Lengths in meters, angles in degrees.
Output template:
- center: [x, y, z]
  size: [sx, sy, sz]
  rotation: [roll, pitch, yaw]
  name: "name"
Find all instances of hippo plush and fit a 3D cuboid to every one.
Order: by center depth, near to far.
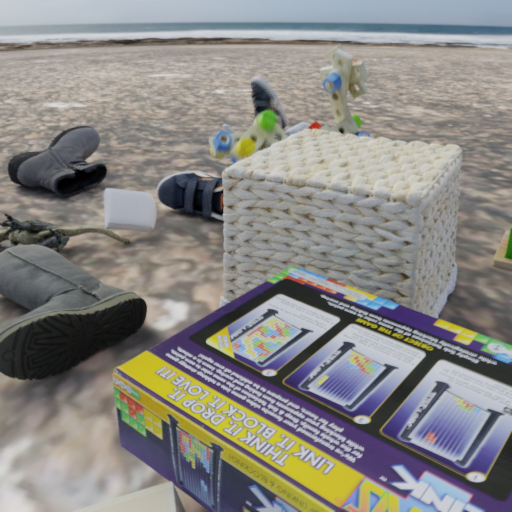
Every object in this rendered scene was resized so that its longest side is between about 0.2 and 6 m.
- center: [0.349, -2.095, 13.651]
  size: [2.456, 1.956, 1.975]
  rotation: [-6, 1, -12]
  name: "hippo plush"

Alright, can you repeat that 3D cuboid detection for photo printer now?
- center: [-2.546, -0.919, 11.381]
  size: [1.023, 0.355, 0.851]
  rotation: [4, 67, -25]
  name: "photo printer"

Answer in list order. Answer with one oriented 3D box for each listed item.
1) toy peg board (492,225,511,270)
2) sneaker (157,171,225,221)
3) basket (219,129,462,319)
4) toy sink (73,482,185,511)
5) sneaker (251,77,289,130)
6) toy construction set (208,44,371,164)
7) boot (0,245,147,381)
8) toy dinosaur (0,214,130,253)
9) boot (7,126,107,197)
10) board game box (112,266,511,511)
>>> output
- center: [5.432, -0.270, 10.464]
  size: [1.569, 0.767, 1.562]
  rotation: [15, 30, 27]
  name: "toy peg board"
- center: [-1.046, -1.327, 12.390]
  size: [2.426, 0.951, 0.963]
  rotation: [2, 20, 1]
  name: "sneaker"
- center: [1.442, -0.379, 8.763]
  size: [3.102, 2.517, 3.130]
  rotation: [13, 27, 26]
  name: "basket"
- center: [-1.112, 2.512, 4.732]
  size: [1.091, 0.711, 0.611]
  rotation: [-15, 34, -5]
  name: "toy sink"
- center: [0.221, -3.226, 12.279]
  size: [0.548, 1.380, 0.541]
  rotation: [-50, 39, -15]
  name: "sneaker"
- center: [1.102, -2.662, 12.116]
  size: [3.816, 2.502, 1.758]
  rotation: [-43, -3, -13]
  name: "toy construction set"
- center: [-3.355, 0.630, 8.369]
  size: [2.789, 1.012, 2.535]
  rotation: [26, 22, 30]
  name: "boot"
- center: [-4.010, -0.398, 10.591]
  size: [2.989, 0.709, 1.317]
  rotation: [0, 0, -4]
  name: "toy dinosaur"
- center: [-4.681, -2.417, 14.771]
  size: [2.036, 1.079, 3.092]
  rotation: [16, 41, 23]
  name: "boot"
- center: [0.895, 1.468, 5.246]
  size: [3.466, 0.983, 2.865]
  rotation: [21, 33, 35]
  name: "board game box"
